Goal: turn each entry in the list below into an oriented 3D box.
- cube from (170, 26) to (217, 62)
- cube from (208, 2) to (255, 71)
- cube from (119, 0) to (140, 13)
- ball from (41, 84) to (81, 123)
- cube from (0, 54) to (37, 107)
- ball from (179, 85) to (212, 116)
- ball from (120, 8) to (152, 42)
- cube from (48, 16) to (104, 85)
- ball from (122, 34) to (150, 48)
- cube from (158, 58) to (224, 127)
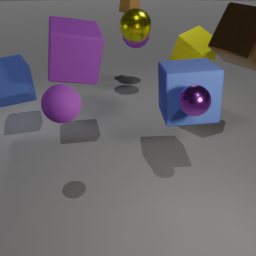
[{"bbox_3d":[2.923,-3.296,12.191,1.400,1.400,1.400,-32,68,-28],"label":"cube"},{"bbox_3d":[3.542,-2.681,8.387,1.400,1.400,1.400,33,13,39],"label":"cube"},{"bbox_3d":[0.076,-5.874,13.417,0.700,0.700,0.700,27,29,35],"label":"cube"},{"bbox_3d":[-1.195,-0.433,5.021,0.700,0.700,0.700,0,28,0],"label":"ball"},{"bbox_3d":[-4.264,-1.655,10.117,1.400,1.400,1.400,-13,-3,-8],"label":"cube"},{"bbox_3d":[1.483,-0.606,6.195,0.700,0.700,0.700,0,28,0],"label":"ball"},{"bbox_3d":[0.330,-4.468,12.228,1.400,1.400,1.400,0,28,0],"label":"ball"},{"bbox_3d":[-1.560,-2.228,8.050,1.400,1.400,1.400,1,38,-17],"label":"cube"},{"bbox_3d":[0.404,-4.806,14.335,1.400,1.400,1.400,0,28,0],"label":"ball"},{"bbox_3d":[1.601,-0.992,7.504,1.400,1.400,1.400,-4,26,-1],"label":"cube"}]
